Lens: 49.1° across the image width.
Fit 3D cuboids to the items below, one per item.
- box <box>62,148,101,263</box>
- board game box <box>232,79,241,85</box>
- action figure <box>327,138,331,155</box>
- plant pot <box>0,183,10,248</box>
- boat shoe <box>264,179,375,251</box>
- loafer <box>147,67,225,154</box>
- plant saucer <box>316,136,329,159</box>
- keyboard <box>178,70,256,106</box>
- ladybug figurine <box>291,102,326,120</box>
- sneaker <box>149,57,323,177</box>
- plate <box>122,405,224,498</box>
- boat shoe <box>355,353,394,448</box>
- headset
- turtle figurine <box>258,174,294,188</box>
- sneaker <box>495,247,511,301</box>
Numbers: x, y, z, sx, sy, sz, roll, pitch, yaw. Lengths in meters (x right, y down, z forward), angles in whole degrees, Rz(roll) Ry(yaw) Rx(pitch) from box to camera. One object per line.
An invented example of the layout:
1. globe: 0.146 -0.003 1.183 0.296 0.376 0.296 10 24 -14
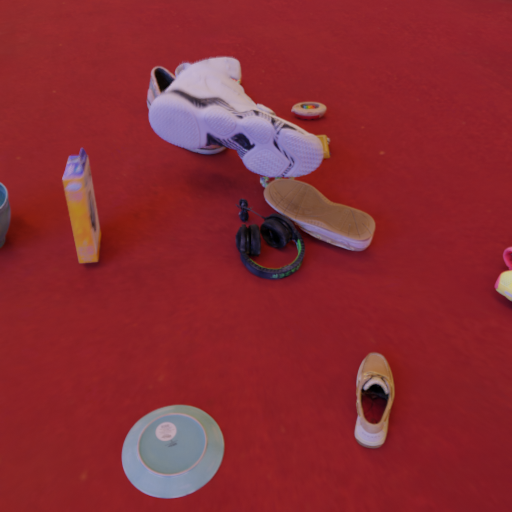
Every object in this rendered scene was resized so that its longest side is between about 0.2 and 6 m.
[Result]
1. box: -3.218 -0.969 10.363 0.400 1.929 1.148 -8 30 -8
2. board game box: -0.832 -4.878 16.397 0.590 0.185 1.235 4 43 6
3. action figure: 1.555 -2.708 13.735 0.652 0.352 0.674 -28 48 -17
4. plant pot: -5.444 -0.615 10.722 1.583 1.061 1.583 0 42 0
5. boat shoe: 1.200 -0.733 11.083 2.373 0.821 0.875 30 69 22
6. loafer: -1.913 -3.787 14.390 1.252 1.095 3.482 -23 46 -24
7. plant saucer: 1.445 -2.668 13.582 0.637 0.154 0.636 -4 71 -4
8. keyboard: -0.831 -4.294 15.540 1.271 0.241 4.517 -16 46 -21
9. ladybug figurine: 1.416 -3.891 15.100 0.930 0.335 0.632 0 41 0
10. sneaker: -0.246 -2.955 11.516 3.548 1.333 2.039 15 52 -5
11. plate: -1.142 2.603 7.668 1.398 0.179 1.398 -1 42 0
12. boat shoe: 1.745 1.978 8.124 0.581 0.521 1.571 6 41 7
13. headset: 0.129 -0.323 10.857 1.215 0.925 1.968 -20 60 -17
14. turtle figurine: 0.441 -1.665 12.135 0.674 0.937 0.909 -36 23 -2
15. sneaker: 5.157 -0.013 10.076 1.200 1.038 2.657 25 47 29
